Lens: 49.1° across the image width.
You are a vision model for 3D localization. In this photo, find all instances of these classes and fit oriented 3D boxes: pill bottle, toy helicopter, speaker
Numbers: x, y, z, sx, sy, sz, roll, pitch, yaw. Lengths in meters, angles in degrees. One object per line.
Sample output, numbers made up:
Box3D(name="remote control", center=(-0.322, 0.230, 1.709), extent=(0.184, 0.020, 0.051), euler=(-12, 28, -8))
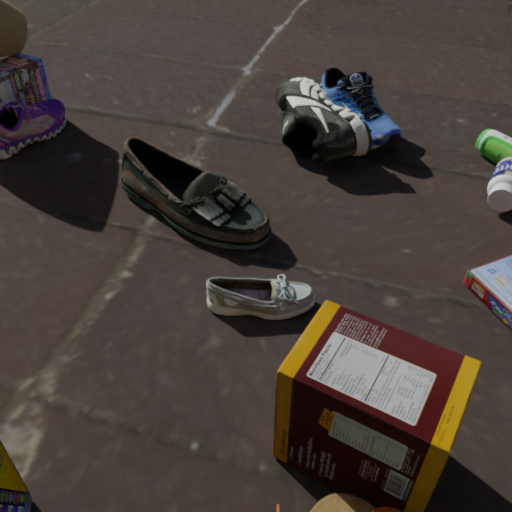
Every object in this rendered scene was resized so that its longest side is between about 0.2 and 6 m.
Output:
Box3D(name="pill bottle", center=(4.286, -1.200, 9.543), extent=(0.591, 0.591, 0.987), euler=(20, 47, 21))
Box3D(name="toy helicopter", center=(0.587, 2.996, 4.858), extent=(1.239, 0.739, 1.873), euler=(14, 50, 13))
Box3D(name="speaker", center=(4.704, -1.908, 10.413), extent=(0.529, 0.529, 1.197), euler=(-25, 48, -25))

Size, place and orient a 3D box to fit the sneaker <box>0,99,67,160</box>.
Box3D(name="sneaker", center=(-4.500, -2.662, 10.924), extent=(0.771, 0.848, 1.918), euler=(33, 51, 14))

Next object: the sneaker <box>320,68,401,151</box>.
Box3D(name="sneaker", center=(1.960, -2.972, 11.134), extent=(1.006, 1.141, 2.560), euler=(-20, 46, -20))

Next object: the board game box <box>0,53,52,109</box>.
Box3D(name="board game box", center=(-4.995, -3.256, 11.407), extent=(0.719, 1.184, 1.485), euler=(18, 44, 19))

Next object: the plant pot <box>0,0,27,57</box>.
Box3D(name="plant pot", center=(-5.459, -4.487, 10.753), extent=(1.808, 1.693, 1.693), euler=(-6, 35, -47))

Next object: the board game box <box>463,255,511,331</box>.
Box3D(name="board game box", center=(4.466, 1.080, 7.238), extent=(1.706, 0.322, 3.313), euler=(-18, 45, -17))

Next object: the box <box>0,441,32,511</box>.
Box3D(name="box", center=(-3.576, 2.850, 4.242), extent=(2.762, 1.685, 2.660), euler=(-2, 42, -3))

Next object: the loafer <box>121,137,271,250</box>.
Box3D(name="loafer", center=(-1.103, -1.051, 9.127), extent=(3.035, 0.955, 1.091), euler=(25, 48, 25))

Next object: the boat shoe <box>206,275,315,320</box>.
Box3D(name="boat shoe", center=(0.065, 0.524, 7.733), extent=(1.513, 0.485, 0.558), euler=(2, 42, 2))

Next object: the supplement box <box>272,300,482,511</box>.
Box3D(name="supplement box", center=(1.138, 1.604, 5.688), extent=(1.625, 1.603, 1.079), euler=(22, 46, 22))

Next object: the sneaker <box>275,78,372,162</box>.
Box3D(name="sneaker", center=(0.917, -2.652, 10.911), extent=(1.299, 0.954, 2.871), euler=(-23, 45, -17))
